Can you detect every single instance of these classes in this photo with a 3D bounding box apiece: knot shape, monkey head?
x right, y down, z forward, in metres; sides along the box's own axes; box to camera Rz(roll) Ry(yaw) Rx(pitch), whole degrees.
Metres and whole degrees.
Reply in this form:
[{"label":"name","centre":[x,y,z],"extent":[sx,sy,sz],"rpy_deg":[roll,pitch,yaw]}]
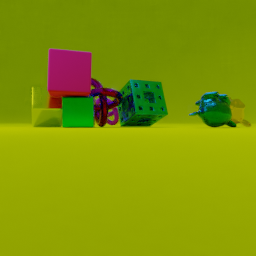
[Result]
[{"label":"knot shape","centre":[-1.022,-1.025,10.330],"extent":[1.785,1.907,0.881],"rpy_deg":[-16,23,36]},{"label":"monkey head","centre":[3.795,-0.532,10.681],"extent":[1.746,1.052,1.256],"rpy_deg":[20,37,36]},{"label":"knot shape","centre":[-0.845,-0.739,13.012],"extent":[1.450,1.357,0.670],"rpy_deg":[-3,32,-6]},{"label":"monkey head","centre":[2.696,-0.536,9.134],"extent":[1.805,1.088,1.299],"rpy_deg":[13,-11,-21]}]

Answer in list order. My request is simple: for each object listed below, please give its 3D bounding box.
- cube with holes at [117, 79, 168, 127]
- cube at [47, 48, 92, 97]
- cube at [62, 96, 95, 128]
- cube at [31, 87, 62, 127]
[{"label":"cube with holes","centre":[0.482,-0.888,10.550],"extent":[1.327,1.327,1.327],"rpy_deg":[-1,-19,-27]},{"label":"cube","centre":[-1.921,-1.737,9.215],"extent":[1.313,1.313,1.313],"rpy_deg":[2,-1,-13]},{"label":"cube","centre":[-1.678,-0.528,9.645],"extent":[1.019,1.019,1.019],"rpy_deg":[0,1,-5]},{"label":"cube","centre":[-2.902,-0.744,10.075],"extent":[1.042,1.042,1.042],"rpy_deg":[0,-36,-17]}]
